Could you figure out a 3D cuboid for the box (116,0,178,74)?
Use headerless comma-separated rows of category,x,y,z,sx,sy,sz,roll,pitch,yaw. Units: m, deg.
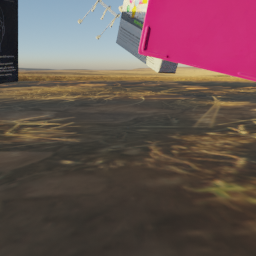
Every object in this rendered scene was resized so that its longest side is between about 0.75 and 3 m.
box,0.665,-2.917,6.294,0.569,2.762,2.153,-4,35,-31

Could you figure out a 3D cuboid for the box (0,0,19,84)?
box,-3.333,-2.024,6.097,1.101,2.056,1.526,15,19,19

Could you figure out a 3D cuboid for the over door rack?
over door rack,-0.899,-3.352,8.658,0.824,1.116,0.372,40,-10,-2

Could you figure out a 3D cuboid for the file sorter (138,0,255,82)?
file sorter,1.400,-2.347,3.727,1.867,2.687,1.685,14,41,2

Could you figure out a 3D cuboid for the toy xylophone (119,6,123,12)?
toy xylophone,0.781,-3.863,9.722,2.419,1.771,0.608,-29,-24,-7
